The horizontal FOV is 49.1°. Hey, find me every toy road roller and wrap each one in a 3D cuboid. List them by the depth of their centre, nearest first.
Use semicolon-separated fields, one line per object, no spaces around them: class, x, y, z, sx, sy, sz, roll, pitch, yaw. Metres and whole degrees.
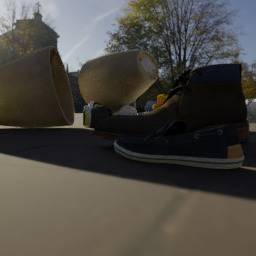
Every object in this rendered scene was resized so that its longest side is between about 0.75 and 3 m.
toy road roller;2.233;-1.113;15.117;1.864;1.361;1.145;-2;4;-23

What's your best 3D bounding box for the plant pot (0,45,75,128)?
plant pot;-3.186;-0.976;8.418;2.581;2.418;2.418;-12;4;1

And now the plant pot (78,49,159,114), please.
plant pot;-0.187;-2.032;11.102;2.652;2.483;2.483;-17;-9;43

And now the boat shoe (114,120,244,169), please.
boat shoe;0.465;0.137;2.922;1.409;0.438;0.525;1;5;36

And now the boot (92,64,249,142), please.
boot;0.738;-0.401;4.412;2.687;1.302;1.004;-2;4;-23

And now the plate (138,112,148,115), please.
plate;2.200;-0.427;11.457;2.885;0.467;2.891;3;4;24

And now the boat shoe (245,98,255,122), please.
boat shoe;5.090;-0.780;12.229;1.253;1.086;2.939;0;2;-6

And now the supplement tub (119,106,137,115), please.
supplement tub;0.001;-0.531;11.054;0.712;0.712;1.015;0;4;0

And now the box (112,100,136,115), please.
box;-0.663;-1.266;15.058;2.137;1.692;0.516;0;4;10

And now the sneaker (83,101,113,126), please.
sneaker;-1.014;-0.429;9.972;0.963;0.848;2.277;6;13;0
